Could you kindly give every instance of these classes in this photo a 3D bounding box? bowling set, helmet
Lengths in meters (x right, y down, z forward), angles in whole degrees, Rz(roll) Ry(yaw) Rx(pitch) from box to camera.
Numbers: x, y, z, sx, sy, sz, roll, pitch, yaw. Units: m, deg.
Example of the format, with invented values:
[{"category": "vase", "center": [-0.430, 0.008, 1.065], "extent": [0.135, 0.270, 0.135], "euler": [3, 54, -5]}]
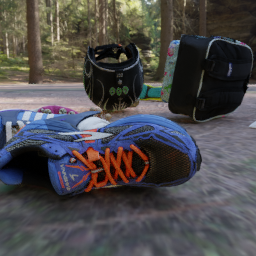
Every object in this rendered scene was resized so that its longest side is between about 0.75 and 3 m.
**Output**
[{"category": "bowling set", "center": [-0.913, -0.195, 6.973], "extent": [0.717, 0.553, 1.030], "euler": [-8, 13, -38]}, {"category": "helmet", "center": [-0.566, -1.876, 10.773], "extent": [2.569, 2.449, 2.569], "euler": [2, 50, -2]}]

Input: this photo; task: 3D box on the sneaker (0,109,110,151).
[{"category": "sneaker", "center": [-1.179, 0.151, 4.207], "extent": [2.157, 0.869, 1.579], "euler": [-2, 4, -43]}]

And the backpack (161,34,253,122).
[{"category": "backpack", "center": [2.552, -1.587, 8.851], "extent": [2.881, 2.557, 2.169], "euler": [-7, 24, -35]}]

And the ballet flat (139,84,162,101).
[{"category": "ballet flat", "center": [1.268, -1.905, 15.618], "extent": [2.866, 0.958, 0.961], "euler": [15, -3, 45]}]

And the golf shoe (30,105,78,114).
[{"category": "golf shoe", "center": [-2.023, -0.120, 6.143], "extent": [2.040, 0.768, 0.934], "euler": [-4, 8, -27]}]

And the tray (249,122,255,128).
[{"category": "tray", "center": [4.191, -0.191, 7.872], "extent": [1.067, 0.220, 1.988], "euler": [9, 14, 36]}]

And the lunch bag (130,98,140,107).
[{"category": "lunch bag", "center": [0.082, -1.201, 12.450], "extent": [0.709, 0.508, 0.864], "euler": [-2, 6, -12]}]

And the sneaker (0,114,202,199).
[{"category": "sneaker", "center": [-0.437, 0.429, 3.260], "extent": [2.519, 0.949, 0.988], "euler": [-3, 20, 20]}]
